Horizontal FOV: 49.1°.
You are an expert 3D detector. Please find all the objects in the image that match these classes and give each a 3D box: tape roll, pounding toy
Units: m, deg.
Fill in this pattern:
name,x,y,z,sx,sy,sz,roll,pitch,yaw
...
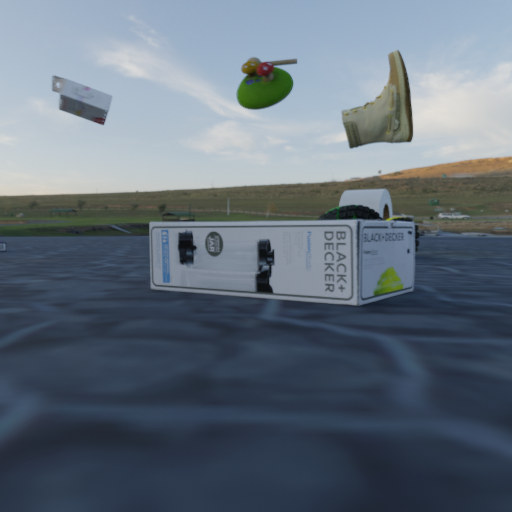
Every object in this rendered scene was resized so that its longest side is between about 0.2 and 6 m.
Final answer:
name,x,y,z,sx,sy,sz,roll,pitch,yaw
tape roll,3.004,-1.002,15.285,1.112,1.619,1.619,1,3,27
pounding toy,0.108,-3.263,9.938,1.055,1.367,0.634,-2,-39,21

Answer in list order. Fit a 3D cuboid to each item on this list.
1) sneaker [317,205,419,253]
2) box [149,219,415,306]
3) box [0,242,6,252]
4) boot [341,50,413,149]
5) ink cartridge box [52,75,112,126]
name,x,y,z,sx,sy,sz,roll,pitch,yaw
sneaker,1.903,-0.317,10.178,2.371,0.925,1.010,9,-11,-39
box,0.184,0.004,4.481,1.880,0.565,1.096,1,3,34
box,-6.746,-0.219,13.094,1.434,0.259,1.025,3,3,30
boot,2.776,-3.615,13.133,1.622,2.087,0.760,-3,16,25
ink cartridge box,-2.781,-2.437,8.799,0.918,0.310,0.535,18,-20,-16
